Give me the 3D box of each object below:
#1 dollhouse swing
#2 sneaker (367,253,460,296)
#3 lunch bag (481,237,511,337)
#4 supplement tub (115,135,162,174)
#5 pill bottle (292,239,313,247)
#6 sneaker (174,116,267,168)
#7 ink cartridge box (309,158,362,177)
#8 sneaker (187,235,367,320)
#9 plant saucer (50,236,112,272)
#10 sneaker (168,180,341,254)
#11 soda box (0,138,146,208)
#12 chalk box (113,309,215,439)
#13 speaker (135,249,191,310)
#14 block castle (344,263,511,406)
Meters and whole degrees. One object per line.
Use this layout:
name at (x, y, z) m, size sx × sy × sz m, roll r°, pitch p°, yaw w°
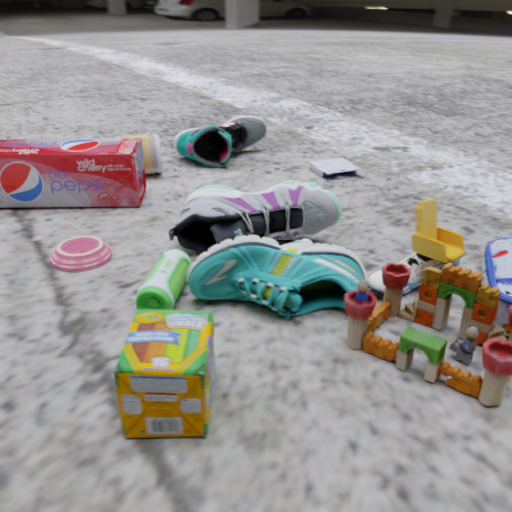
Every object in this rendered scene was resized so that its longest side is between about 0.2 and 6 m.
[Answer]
dollhouse swing at (3.038, -0.436, 9.179) m, size 0.806 × 0.780 × 0.887 m, roll 24°, pitch 24°, yaw 34°
sneaker at (2.675, 0.210, 9.541) m, size 1.855 × 0.672 × 0.667 m, roll -15°, pitch 32°, yaw -23°
lunch bag at (4.788, 0.597, 8.512) m, size 2.567 × 0.970 × 2.057 m, roll 6°, pitch 30°, yaw 14°
supplement tub at (-3.153, -2.577, 14.429) m, size 1.373 × 0.998 × 0.998 m, roll -7°, pitch 28°, yaw -10°
pill bottle at (0.703, -0.039, 10.262) m, size 0.424 × 0.424 × 0.749 m, roll 25°, pitch 36°, yaw 38°
sneaker at (-0.787, -3.200, 15.436) m, size 2.737 × 1.144 × 1.652 m, roll -17°, pitch 26°, yaw -14°
ink cartridge box at (2.081, -2.291, 14.763) m, size 1.046 × 0.213 × 1.048 m, roll -10°, pitch 29°, yaw -19°
sneaker at (0.328, 0.388, 8.844) m, size 2.888 × 1.119 × 1.150 m, roll -1°, pitch 39°, yaw 0°
plant saucer at (-3.281, -0.077, 10.486) m, size 1.118 × 0.283 × 1.118 m, roll 1°, pitch 27°, yaw 0°
sneaker at (-0.078, -0.467, 10.414) m, size 3.165 × 1.230 × 2.214 m, roll -2°, pitch 28°, yaw 16°
soda box at (-4.513, -1.893, 12.786) m, size 3.814 × 1.335 × 1.209 m, roll -1°, pitch 28°, yaw -2°
chalk box at (-1.058, 1.322, 7.026) m, size 1.029 × 1.022 × 1.649 m, roll 0°, pitch 28°, yaw -1°
speaker at (-1.477, 0.440, 9.101) m, size 0.638 × 0.638 × 1.443 m, roll 4°, pitch 27°, yaw 7°
block castle at (2.565, 0.870, 7.761) m, size 2.365 × 1.110 × 1.581 m, roll 20°, pitch 33°, yaw 34°
